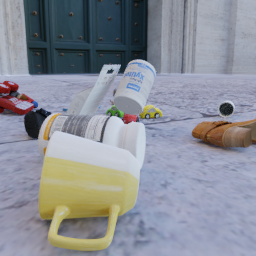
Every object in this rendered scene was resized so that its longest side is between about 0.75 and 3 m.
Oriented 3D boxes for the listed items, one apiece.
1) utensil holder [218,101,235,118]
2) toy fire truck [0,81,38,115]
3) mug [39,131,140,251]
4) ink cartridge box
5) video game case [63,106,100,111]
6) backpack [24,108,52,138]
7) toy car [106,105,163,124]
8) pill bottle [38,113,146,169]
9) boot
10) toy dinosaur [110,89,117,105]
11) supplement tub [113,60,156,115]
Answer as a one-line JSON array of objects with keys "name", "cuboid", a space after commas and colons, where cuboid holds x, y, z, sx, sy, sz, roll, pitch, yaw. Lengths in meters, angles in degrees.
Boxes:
[{"name": "utensil holder", "cuboid": [4.314, -0.850, 12.274, 0.687, 0.687, 0.808, 6, 13, 21]}, {"name": "toy fire truck", "cuboid": [-5.391, -1.280, 13.392, 1.913, 1.277, 2.278, 24, 14, -3]}, {"name": "mug", "cuboid": [-0.573, 0.969, 4.422, 1.393, 1.697, 1.359, 8, -19, -5]}, {"name": "ink cartridge box", "cuboid": [-1.254, -1.419, 10.321, 0.544, 2.302, 1.842, 33, 19, 8]}, {"name": "video game case", "cuboid": [-2.291, -1.008, 14.006, 1.163, 0.145, 1.624, 7, 15, 26]}, {"name": "backpack", "cuboid": [-2.913, -0.183, 9.190, 0.735, 0.969, 1.161, -3, 8, 7]}, {"name": "toy car", "cuboid": [-0.006, -0.692, 11.883, 2.303, 0.546, 2.447, 11, 18, 38]}, {"name": "pill bottle", "cuboid": [-0.759, 0.337, 6.287, 2.177, 1.267, 1.267, 4, 14, 13]}, {"name": "boot", "cuboid": [3.158, 0.095, 8.564, 2.173, 0.833, 1.687, -22, 21, -40]}, {"name": "toy dinosaur", "cuboid": [-0.211, -1.858, 16.067, 1.439, 0.911, 2.123, -5, 8, 8]}, {"name": "supplement tub", "cuboid": [0.260, -1.493, 10.209, 1.158, 1.158, 1.755, 6, 59, 24]}]
